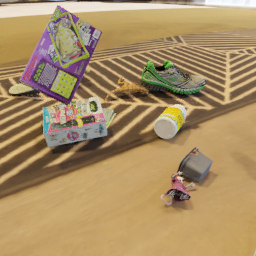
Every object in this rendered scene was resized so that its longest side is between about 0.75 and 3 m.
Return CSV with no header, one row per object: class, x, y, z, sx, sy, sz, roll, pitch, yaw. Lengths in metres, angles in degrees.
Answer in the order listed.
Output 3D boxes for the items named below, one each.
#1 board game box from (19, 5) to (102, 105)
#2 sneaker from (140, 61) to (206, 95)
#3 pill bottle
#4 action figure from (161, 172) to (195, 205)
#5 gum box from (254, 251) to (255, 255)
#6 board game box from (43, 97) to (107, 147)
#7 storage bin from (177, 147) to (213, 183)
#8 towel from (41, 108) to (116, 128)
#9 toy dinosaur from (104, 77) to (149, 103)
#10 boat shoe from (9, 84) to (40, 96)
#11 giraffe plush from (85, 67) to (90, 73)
board game box,-1.981,-2.190,8.484,1.577,2.627,0.424,28,-15,-25
sneaker,2.116,-2.303,12.673,2.997,1.277,1.169,6,28,-6
pill bottle,1.536,-0.284,9.824,0.809,0.809,1.435,15,33,23
action figure,1.276,1.548,7.186,0.733,0.660,0.985,-42,10,15
gum box,3.732,2.404,5.485,2.048,0.537,2.411,20,36,30
board game box,-1.817,-0.243,9.507,1.979,0.636,1.460,-13,43,-7
storage bin,1.912,1.023,7.811,0.641,0.694,0.954,30,41,25
towel,-1.841,-0.376,10.492,2.435,0.277,1.749,8,31,13
toy dinosaur,-0.162,-1.777,12.528,2.211,0.668,1.174,-10,33,-16
boat shoe,-4.632,-1.678,12.570,1.566,0.491,0.573,-3,59,20
giraffe plush,-2.748,-3.001,13.918,1.676,1.942,1.575,-41,68,-8
